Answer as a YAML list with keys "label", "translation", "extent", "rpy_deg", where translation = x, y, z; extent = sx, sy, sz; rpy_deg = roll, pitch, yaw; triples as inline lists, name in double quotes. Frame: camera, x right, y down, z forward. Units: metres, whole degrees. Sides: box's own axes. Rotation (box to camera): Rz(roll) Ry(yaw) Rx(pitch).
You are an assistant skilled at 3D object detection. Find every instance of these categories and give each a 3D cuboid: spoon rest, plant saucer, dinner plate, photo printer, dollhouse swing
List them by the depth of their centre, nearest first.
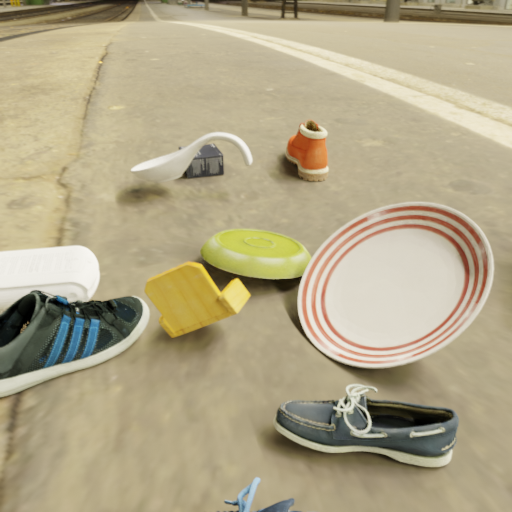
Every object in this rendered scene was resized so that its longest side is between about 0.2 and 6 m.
- label: "dollhouse swing"
  translation: [-0.717, 0.405, 6.567]
  extent: [0.903, 0.794, 0.821]
  rpy_deg: [-23, 10, 21]
- label: "dinner plate"
  translation: [1.616, 0.324, 6.747]
  extent: [2.379, 0.288, 2.379]
  rpy_deg: [-21, 42, 20]
- label: "photo printer"
  translation: [-2.860, 0.306, 7.555]
  extent: [1.433, 0.498, 1.192]
  rpy_deg: [-6, 27, -11]
- label: "plant saucer"
  translation: [0.032, -0.091, 8.225]
  extent: [1.688, 0.262, 1.688]
  rpy_deg: [7, 19, -3]
- label: "spoon rest"
  translation: [-1.275, -1.893, 10.706]
  extent: [2.323, 0.704, 1.154]
  rpy_deg: [-9, 19, 6]

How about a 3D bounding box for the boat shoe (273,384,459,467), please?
- label: "boat shoe"
  translation: [0.994, 1.513, 5.151]
  extent: [1.659, 0.513, 0.621]
  rpy_deg: [9, 23, 12]

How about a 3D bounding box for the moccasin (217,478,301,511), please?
- label: "moccasin"
  translation: [0.191, 2.031, 3.973]
  extent: [2.259, 0.770, 0.909]
  rpy_deg: [0, 28, 1]

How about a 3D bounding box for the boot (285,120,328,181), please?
- label: "boot"
  translation: [1.140, -2.488, 12.257]
  extent: [0.786, 1.123, 2.094]
  rpy_deg: [-6, 27, -8]

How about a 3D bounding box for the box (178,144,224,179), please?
- label: "box"
  translation: [-1.186, -2.053, 12.091]
  extent: [0.812, 0.464, 0.892]
  rpy_deg: [-9, 29, -14]

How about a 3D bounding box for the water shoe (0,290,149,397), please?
- label: "water shoe"
  translation: [-2.178, 0.792, 6.207]
  extent: [2.251, 0.888, 0.805]
  rpy_deg: [-24, 36, -37]
